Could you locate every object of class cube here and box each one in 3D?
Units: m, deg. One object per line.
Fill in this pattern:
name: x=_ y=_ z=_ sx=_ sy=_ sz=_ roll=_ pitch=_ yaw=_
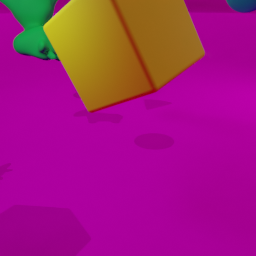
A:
cube: x=-0.022 y=-1.023 z=3.307 sx=1.159 sy=1.159 sz=1.159 roll=-12 pitch=20 yaw=47

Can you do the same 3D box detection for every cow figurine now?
cow figurine: x=-1.595 y=-2.091 z=5.043 sx=1.584 sy=1.610 sz=0.884 roll=41 pitch=10 yaw=-2

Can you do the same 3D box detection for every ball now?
ball: x=2.629 y=-3.042 z=6.146 sx=0.953 sy=0.953 sz=0.953 roll=0 pitch=25 yaw=0
